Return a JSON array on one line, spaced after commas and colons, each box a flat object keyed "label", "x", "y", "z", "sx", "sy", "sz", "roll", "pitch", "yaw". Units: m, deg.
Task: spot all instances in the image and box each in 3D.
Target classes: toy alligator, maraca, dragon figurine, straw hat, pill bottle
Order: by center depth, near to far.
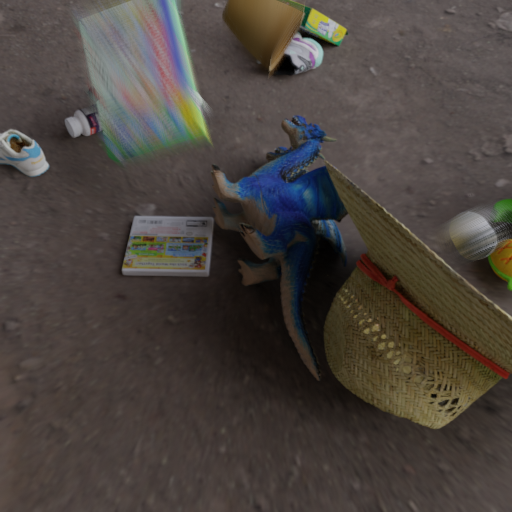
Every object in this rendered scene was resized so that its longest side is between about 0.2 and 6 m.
[{"label": "straw hat", "x": 1.906, "y": 0.983, "z": 6.945, "sx": 1.924, "sy": 4.546, "sz": 4.546, "roll": -50, "pitch": 55, "yaw": 11}, {"label": "maraca", "x": 4.067, "y": 0.173, "z": 8.739, "sx": 0.748, "sy": 0.584, "sz": 1.091, "roll": -9, "pitch": 49, "yaw": -1}, {"label": "dragon figurine", "x": 0.753, "y": -0.576, "z": 8.865, "sx": 2.368, "sy": 1.402, "sz": 4.762, "roll": -16, "pitch": 48, "yaw": -14}, {"label": "toy alligator", "x": 5.720, "y": -0.906, "z": 9.351, "sx": 3.708, "sy": 1.100, "sz": 1.006, "roll": -14, "pitch": 47, "yaw": -13}, {"label": "pill bottle", "x": -3.377, "y": -2.777, "z": 11.458, "sx": 0.960, "sy": 0.535, "sz": 0.535, "roll": -30, "pitch": 54, "yaw": -25}]

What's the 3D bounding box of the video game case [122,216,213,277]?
[{"label": "video game case", "x": -1.442, "y": -0.176, "z": 9.352, "sx": 1.389, "sy": 0.159, "sz": 1.264, "roll": 1, "pitch": 48, "yaw": 0}]

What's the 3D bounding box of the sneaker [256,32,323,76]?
[{"label": "sneaker", "x": 0.401, "y": -4.855, "z": 13.191, "sx": 2.040, "sy": 0.793, "sz": 1.427, "roll": 35, "pitch": 56, "yaw": 28}]

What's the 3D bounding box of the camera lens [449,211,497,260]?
[{"label": "camera lens", "x": 2.972, "y": -0.283, "z": 7.715, "sx": 0.521, "sy": 0.521, "sz": 0.651, "roll": 5, "pitch": 24, "yaw": 4}]

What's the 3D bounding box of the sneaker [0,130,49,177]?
[{"label": "sneaker", "x": -4.756, "y": -2.120, "z": 10.772, "sx": 1.691, "sy": 0.683, "sz": 0.647, "roll": 20, "pitch": 52, "yaw": 18}]

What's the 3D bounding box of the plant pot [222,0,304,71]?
[{"label": "plant pot", "x": 0.053, "y": -4.246, "z": 10.224, "sx": 1.246, "sy": 1.161, "sz": 1.161, "roll": 34, "pitch": 52, "yaw": -2}]

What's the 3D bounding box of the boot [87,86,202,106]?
[{"label": "boot", "x": -2.180, "y": -3.086, "z": 10.930, "sx": 2.225, "sy": 0.809, "sz": 1.005, "roll": 27, "pitch": 77, "yaw": 22}]

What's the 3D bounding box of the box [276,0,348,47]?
[{"label": "box", "x": 1.329, "y": -5.699, "z": 13.688, "sx": 1.211, "sy": 0.499, "sz": 2.064, "roll": 35, "pitch": 24, "yaw": 28}]

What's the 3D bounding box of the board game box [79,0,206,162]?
[{"label": "board game box", "x": -1.901, "y": -2.978, "z": 9.298, "sx": 1.645, "sy": 0.356, "sz": 2.444, "roll": -15, "pitch": 85, "yaw": 12}]
